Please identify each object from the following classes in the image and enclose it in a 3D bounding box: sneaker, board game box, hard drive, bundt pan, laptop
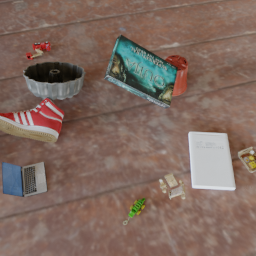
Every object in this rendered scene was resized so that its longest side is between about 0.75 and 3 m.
[{"bbox_3d":[-3.826,-0.476,10.801,2.735,0.974,1.538,14,61,1],"label":"sneaker"},{"bbox_3d":[0.528,-1.878,9.564,2.471,0.348,1.671,23,67,-22],"label":"board game box"},{"bbox_3d":[2.987,1.145,10.147,1.436,0.276,2.177,3,57,2],"label":"hard drive"},{"bbox_3d":[-2.961,-1.887,11.439,2.450,0.919,2.450,4,31,-2],"label":"bundt pan"},{"bbox_3d":[-3.510,1.665,9.542,1.252,0.726,1.173,-13,58,-8],"label":"laptop"}]

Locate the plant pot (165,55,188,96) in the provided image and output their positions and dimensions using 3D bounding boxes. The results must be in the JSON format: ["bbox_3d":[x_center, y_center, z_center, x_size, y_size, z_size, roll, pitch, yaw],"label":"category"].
[{"bbox_3d":[1.933,-2.269,11.801,1.324,1.288,1.324,0,57,0],"label":"plant pot"}]

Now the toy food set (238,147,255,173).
[{"bbox_3d":[4.509,1.143,10.159,0.629,0.265,0.876,-19,59,-12],"label":"toy food set"}]

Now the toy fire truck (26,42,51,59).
[{"bbox_3d":[-4.247,-3.695,13.346,1.159,0.283,0.817,-9,57,-7],"label":"toy fire truck"}]

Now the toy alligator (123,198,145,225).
[{"bbox_3d":[0.216,2.676,9.123,0.332,0.304,1.121,34,63,20],"label":"toy alligator"}]

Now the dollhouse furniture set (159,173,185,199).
[{"bbox_3d":[1.170,1.643,7.667,0.677,0.388,0.794,-24,20,17],"label":"dollhouse furniture set"}]
